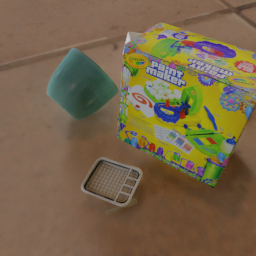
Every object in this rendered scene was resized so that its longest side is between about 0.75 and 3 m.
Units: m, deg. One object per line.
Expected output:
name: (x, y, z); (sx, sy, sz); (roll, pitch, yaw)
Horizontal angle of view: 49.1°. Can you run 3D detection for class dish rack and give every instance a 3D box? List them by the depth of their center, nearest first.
dish rack: (-0.319, 1.125, 5.792); (1.090, 0.237, 0.935); (16, 52, 19)

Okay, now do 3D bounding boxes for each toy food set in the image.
toy food set: (-0.356, 1.186, 5.959); (0.819, 0.238, 1.187); (-19, 53, -18)

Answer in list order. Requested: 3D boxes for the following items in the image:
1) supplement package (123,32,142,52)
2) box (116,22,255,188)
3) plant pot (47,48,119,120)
supplement package: (0.379, -2.100, 8.234); (0.789, 0.799, 1.318); (2, 50, -15)
box: (1.227, -0.508, 5.845); (2.474, 2.383, 1.509); (27, 46, 20)
plant pot: (-1.225, -0.966, 6.945); (1.572, 1.572, 1.262); (38, 82, 27)
